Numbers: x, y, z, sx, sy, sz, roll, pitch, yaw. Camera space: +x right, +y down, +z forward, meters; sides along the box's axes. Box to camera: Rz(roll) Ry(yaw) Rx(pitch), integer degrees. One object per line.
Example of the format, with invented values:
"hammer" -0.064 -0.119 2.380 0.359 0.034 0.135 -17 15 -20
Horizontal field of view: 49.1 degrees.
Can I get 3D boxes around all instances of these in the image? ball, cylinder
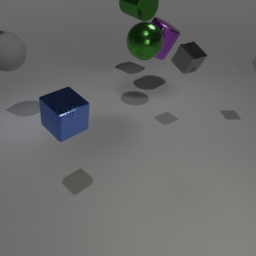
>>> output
"ball" 0.635 -3.318 10.722 1.400 1.400 1.400 0 33 0
"ball" -4.330 -2.713 9.911 1.400 1.400 1.400 0 33 0
"cylinder" 1.450 -4.098 12.848 1.400 1.400 1.400 25 29 -15
"cylinder" 0.518 -6.041 13.513 1.400 1.400 1.400 -25 47 -34

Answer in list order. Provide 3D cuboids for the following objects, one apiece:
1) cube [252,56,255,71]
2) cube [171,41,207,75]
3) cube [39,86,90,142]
"cube" 4.820 -2.257 9.598 0.700 0.700 0.700 0 57 -5
"cube" 1.971 -2.266 9.063 0.700 0.700 0.700 -22 66 -36
"cube" -1.261 -0.283 5.575 0.700 0.700 0.700 -29 54 -36
